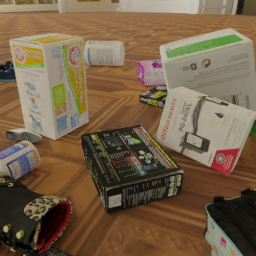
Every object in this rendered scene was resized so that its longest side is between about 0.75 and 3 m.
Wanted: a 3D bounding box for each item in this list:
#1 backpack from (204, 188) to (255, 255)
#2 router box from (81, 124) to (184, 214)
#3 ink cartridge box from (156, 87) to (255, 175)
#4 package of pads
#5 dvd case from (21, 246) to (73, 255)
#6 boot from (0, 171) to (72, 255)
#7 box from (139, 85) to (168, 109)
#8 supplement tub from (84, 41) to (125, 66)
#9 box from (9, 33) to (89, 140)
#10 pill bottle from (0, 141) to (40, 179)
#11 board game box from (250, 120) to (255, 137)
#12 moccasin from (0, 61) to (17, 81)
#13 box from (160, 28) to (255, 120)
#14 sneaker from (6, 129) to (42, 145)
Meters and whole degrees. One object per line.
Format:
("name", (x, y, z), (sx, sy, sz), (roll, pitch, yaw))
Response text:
("backpack", (2.183, 1.933, 4.510), (1.488, 1.298, 1.693), (-9, 17, -13))
("router box", (-0.022, 0.870, 7.100), (1.847, 0.766, 2.465), (-10, 30, -18))
("ink cartridge box", (1.984, -0.002, 7.463), (2.199, 1.597, 0.917), (24, 26, 26))
("package of pads", (1.833, -2.756, 13.735), (2.571, 0.973, 1.549), (-5, 28, -10))
("dvd case", (-1.130, 2.518, 4.346), (1.904, 0.152, 1.415), (12, 16, 23))
("boot", (-2.606, 1.811, 4.913), (2.152, 1.028, 2.849), (9, 25, 28))
("box", (1.424, -1.325, 11.704), (1.260, 0.348, 1.573), (21, 34, 34))
("supplement tub", (-1.353, -4.343, 16.298), (2.113, 1.394, 1.394), (6, 28, 10))
("box", (-2.427, -1.401, 9.033), (1.505, 2.969, 1.670), (17, 32, 29))
("pill bottle", (-2.971, 0.940, 6.960), (0.785, 0.785, 1.401), (18, 33, 30))
("board game box", (5.441, -0.005, 8.988), (2.763, 0.557, 2.114), (-3, 28, -5))
("moccasin", (-6.022, -2.912, 14.091), (2.697, 0.919, 1.085), (-5, 28, -10))
("box", (2.585, -1.579, 9.309), (2.597, 2.610, 2.236), (-12, 26, 9))
("sneaker", (-3.200, 0.196, 8.766), (1.216, 0.453, 0.529), (10, 25, 17))
